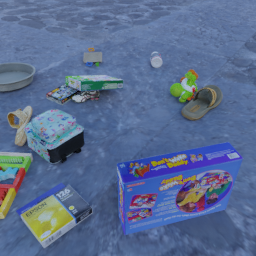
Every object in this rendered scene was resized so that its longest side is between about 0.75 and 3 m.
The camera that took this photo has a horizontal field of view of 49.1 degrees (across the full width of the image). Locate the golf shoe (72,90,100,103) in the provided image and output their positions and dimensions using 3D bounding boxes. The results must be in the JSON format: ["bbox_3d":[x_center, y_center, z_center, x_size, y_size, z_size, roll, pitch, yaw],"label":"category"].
[{"bbox_3d":[-1.867,-1.450,12.274,1.243,0.548,0.480,-12,40,-14],"label":"golf shoe"}]

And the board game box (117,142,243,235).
[{"bbox_3d":[1.230,1.548,7.128,2.945,1.980,0.659,-9,38,-13],"label":"board game box"}]

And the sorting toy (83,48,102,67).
[{"bbox_3d":[-1.954,-3.904,15.636,1.018,0.246,1.807,-1,48,-3],"label":"sorting toy"}]

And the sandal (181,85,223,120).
[{"bbox_3d":[3.202,-1.249,11.829,1.111,0.747,2.765,26,44,30],"label":"sandal"}]

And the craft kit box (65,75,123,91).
[{"bbox_3d":[-1.516,-2.018,12.379,1.972,0.478,1.947,-8,16,-30],"label":"craft kit box"}]

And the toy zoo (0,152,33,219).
[{"bbox_3d":[-4.167,1.737,8.281,1.827,0.285,2.785,2,37,2],"label":"toy zoo"}]

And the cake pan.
[{"bbox_3d":[-5.827,-2.484,13.548,2.685,0.492,2.685,0,33,0],"label":"cake pan"}]

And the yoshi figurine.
[{"bbox_3d":[2.461,-1.925,12.587,1.099,1.103,1.963,-1,37,26],"label":"yoshi figurine"}]

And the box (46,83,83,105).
[{"bbox_3d":[-2.839,-1.583,12.658,0.961,0.280,1.404,22,42,26],"label":"box"}]

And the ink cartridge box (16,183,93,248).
[{"bbox_3d":[-2.033,2.208,7.628,1.534,0.365,1.553,-31,49,-33],"label":"ink cartridge box"}]

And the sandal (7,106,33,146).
[{"bbox_3d":[-4.089,-0.300,10.359,0.815,0.731,2.221,-42,38,19],"label":"sandal"}]

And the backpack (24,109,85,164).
[{"bbox_3d":[-2.587,0.178,9.558,1.817,1.368,1.613,22,42,34],"label":"backpack"}]

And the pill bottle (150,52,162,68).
[{"bbox_3d":[1.528,-3.759,15.259,0.604,0.604,1.010,0,37,0],"label":"pill bottle"}]
